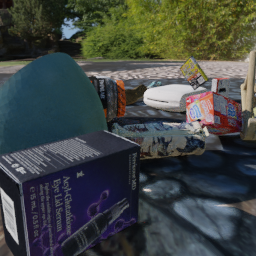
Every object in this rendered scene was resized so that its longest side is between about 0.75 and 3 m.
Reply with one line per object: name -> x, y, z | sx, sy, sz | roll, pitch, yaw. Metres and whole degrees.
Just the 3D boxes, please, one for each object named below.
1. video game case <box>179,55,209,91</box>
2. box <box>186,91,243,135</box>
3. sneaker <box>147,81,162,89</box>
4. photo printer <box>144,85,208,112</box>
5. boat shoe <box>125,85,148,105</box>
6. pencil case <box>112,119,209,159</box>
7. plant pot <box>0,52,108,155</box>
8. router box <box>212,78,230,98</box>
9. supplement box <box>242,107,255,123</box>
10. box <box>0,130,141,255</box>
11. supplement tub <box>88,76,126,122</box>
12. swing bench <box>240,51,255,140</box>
video game case -> 2.627, -2.174, 11.237 | 0.161, 1.140, 1.262 | -33, -3, -12
box -> 2.688, -0.389, 8.627 | 0.925, 0.966, 1.938 | -10, -14, 44
sneaker -> 1.577, -2.680, 17.951 | 1.432, 0.618, 0.556 | -14, 22, -37
photo printer -> 2.257, -1.481, 13.508 | 2.252, 0.940, 2.707 | 16, 23, 41
boat shoe -> 0.126, -1.617, 14.553 | 2.189, 0.788, 0.739 | -26, -4, -39
pencil case -> 0.792, 0.296, 7.466 | 2.535, 1.134, 0.986 | -2, 57, -11
plant pot -> -1.585, 0.013, 6.460 | 1.922, 2.854, 2.854 | 41, 27, 6
router box -> 4.864, -2.003, 14.745 | 1.093, 1.217, 0.297 | -11, 21, -33
supplement box -> 4.955, -0.361, 10.417 | 0.952, 0.639, 0.951 | -2, 17, -6
box -> -0.866, 1.022, 4.468 | 2.040, 1.509, 1.064 | -16, 24, -38
supplement tub -> -1.649, -1.077, 10.747 | 2.962, 1.815, 1.815 | -4, 18, -10
swing bench -> 5.163, -0.672, 8.658 | 2.961, 1.931, 2.977 | 6, 59, 15
